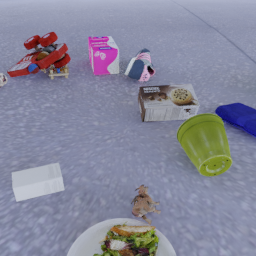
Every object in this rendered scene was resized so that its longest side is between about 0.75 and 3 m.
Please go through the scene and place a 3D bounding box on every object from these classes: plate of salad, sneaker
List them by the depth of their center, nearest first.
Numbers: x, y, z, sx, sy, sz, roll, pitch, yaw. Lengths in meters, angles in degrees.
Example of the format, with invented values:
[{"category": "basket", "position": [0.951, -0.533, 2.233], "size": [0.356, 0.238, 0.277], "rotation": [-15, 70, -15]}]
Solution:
[{"category": "plate of salad", "position": [-0.117, 2.389, 5.025], "size": [2.070, 0.497, 2.070], "rotation": [1, 32, 0]}, {"category": "sneaker", "position": [0.769, -2.905, 13.259], "size": [1.222, 1.045, 2.979], "rotation": [29, 36, 3]}]

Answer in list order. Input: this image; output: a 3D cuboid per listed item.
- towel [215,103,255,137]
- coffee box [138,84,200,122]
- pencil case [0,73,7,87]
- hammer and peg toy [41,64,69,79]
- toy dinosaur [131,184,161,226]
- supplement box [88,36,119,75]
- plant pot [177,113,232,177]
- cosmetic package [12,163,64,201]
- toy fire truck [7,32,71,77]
[{"category": "towel", "position": [4.024, -0.238, 9.288], "size": [1.431, 0.480, 1.938], "rotation": [-10, 32, -31]}, {"category": "coffee box", "position": [1.348, -0.871, 9.649], "size": [1.875, 0.748, 1.059], "rotation": [-3, 52, -6]}, {"category": "pencil case", "position": [-5.598, -1.892, 11.793], "size": [0.475, 0.546, 1.220], "rotation": [9, 32, 7]}, {"category": "hammer and peg toy", "position": [-3.408, -2.616, 13.044], "size": [1.288, 0.454, 0.948], "rotation": [-6, 34, -10]}, {"category": "toy dinosaur", "position": [0.294, 1.693, 6.062], "size": [0.703, 0.445, 1.037], "rotation": [15, 21, 24]}, {"category": "supplement box", "position": [-1.242, -3.671, 13.977], "size": [1.238, 1.264, 2.446], "rotation": [-6, 34, -11]}, {"category": "plant pot", "position": [2.108, 0.533, 7.414], "size": [1.341, 1.341, 1.291], "rotation": [-4, 44, -7]}, {"category": "cosmetic package", "position": [-2.173, 1.289, 6.785], "size": [1.126, 0.478, 0.606], "rotation": [-11, 35, -16]}, {"category": "toy fire truck", "position": [-4.060, -3.131, 12.825], "size": [2.628, 1.473, 2.207], "rotation": [3, 48, 34]}]
